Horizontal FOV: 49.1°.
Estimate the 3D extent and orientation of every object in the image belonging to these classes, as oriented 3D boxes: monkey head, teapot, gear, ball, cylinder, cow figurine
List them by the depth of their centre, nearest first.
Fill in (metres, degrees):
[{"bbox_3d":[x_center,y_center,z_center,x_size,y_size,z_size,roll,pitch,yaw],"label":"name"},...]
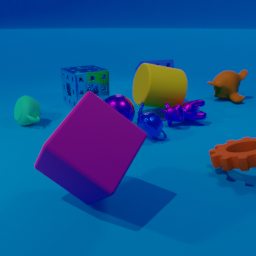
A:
[{"bbox_3d":[2.501,0.520,5.956,1.454,0.269,1.454,-14,8,2],"label":"gear"},{"bbox_3d":[0.612,-0.151,7.540,0.599,1.223,0.761,-42,9,-15],"label":"teapot"},{"bbox_3d":[-0.310,-0.468,8.238,1.028,1.028,1.028,0,22,0],"label":"ball"},{"bbox_3d":[-3.088,-0.541,8.713,0.725,0.920,1.480,10,20,-40],"label":"teapot"},{"bbox_3d":[1.726,-0.500,8.750,1.368,0.763,1.390,-8,4,9],"label":"cow figurine"},{"bbox_3d":[1.024,-1.349,9.244,1.363,1.363,1.363,5,19,-21],"label":"cylinder"},{"bbox_3d":[4.024,-1.634,11.006,1.817,1.095,1.307,-19,36,-14],"label":"monkey head"}]

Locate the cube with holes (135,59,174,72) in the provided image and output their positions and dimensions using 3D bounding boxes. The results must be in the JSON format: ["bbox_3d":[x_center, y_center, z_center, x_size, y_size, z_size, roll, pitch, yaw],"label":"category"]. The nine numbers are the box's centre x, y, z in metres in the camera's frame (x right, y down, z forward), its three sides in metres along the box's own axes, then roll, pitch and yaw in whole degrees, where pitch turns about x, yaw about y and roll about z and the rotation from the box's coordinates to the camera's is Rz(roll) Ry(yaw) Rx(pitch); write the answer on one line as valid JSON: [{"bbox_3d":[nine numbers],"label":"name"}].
[{"bbox_3d":[1.047,-1.874,10.923,1.243,1.243,1.243,-5,0,-8],"label":"cube with holes"}]

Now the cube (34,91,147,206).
[{"bbox_3d":[-0.640,0.386,4.657,1.200,1.200,1.200,37,58,-7],"label":"cube"}]

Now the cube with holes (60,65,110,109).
[{"bbox_3d":[-1.606,-1.543,10.526,1.342,1.342,1.342,-14,25,-30],"label":"cube with holes"}]
